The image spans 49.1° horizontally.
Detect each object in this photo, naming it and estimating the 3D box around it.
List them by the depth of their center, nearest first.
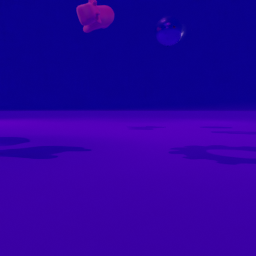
[{"bbox_3d":[-0.912,-3.370,8.347,1.452,0.797,1.429,-24,11,-33],"label":"cow figurine"},{"bbox_3d":[1.239,-2.951,8.536,0.859,0.859,0.859,0,4,0],"label":"ball"}]
